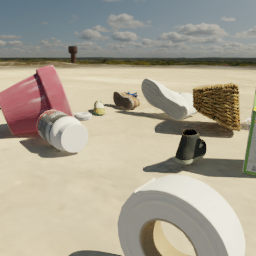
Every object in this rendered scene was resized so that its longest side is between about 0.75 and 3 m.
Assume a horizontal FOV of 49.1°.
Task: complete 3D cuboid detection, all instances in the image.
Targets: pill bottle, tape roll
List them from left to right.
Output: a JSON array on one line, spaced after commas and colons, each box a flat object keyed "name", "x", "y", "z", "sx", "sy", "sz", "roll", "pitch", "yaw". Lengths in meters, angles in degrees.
[{"name": "pill bottle", "x": -2.042, "y": 0.094, "z": 8.723, "sx": 1.070, "sy": 1.070, "sz": 1.846, "roll": -11, "pitch": 20, "yaw": -35}, {"name": "tape roll", "x": 0.587, "y": 1.339, "z": 3.392, "sx": 1.489, "sy": 1.489, "sz": 0.521, "roll": 11, "pitch": 20, "yaw": 36}]

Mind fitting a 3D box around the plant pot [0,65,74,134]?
[{"name": "plant pot", "x": -3.416, "y": -0.866, "z": 10.291, "sx": 2.174, "sy": 2.429, "sz": 2.429, "roll": -20, "pitch": 21, "yaw": -15}]

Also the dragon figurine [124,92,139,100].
[{"name": "dragon figurine", "x": 0.023, "y": -1.953, "z": 17.210, "sx": 1.722, "sy": 0.507, "sz": 0.856, "roll": 10, "pitch": 18, "yaw": 28}]

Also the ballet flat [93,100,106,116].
[{"name": "ballet flat", "x": -1.430, "y": -1.043, "z": 13.789, "sx": 0.605, "sy": 0.605, "sz": 1.712, "roll": -3, "pitch": 16, "yaw": -9}]

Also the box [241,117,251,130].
[{"name": "box", "x": 5.098, "y": -0.176, "z": 11.251, "sx": 0.755, "sy": 0.238, "sz": 1.371, "roll": 11, "pitch": 19, "yaw": 35}]

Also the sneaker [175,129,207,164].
[{"name": "sneaker", "x": 1.764, "y": 0.353, "z": 7.327, "sx": 0.564, "sy": 0.800, "sz": 1.507, "roll": 20, "pitch": 24, "yaw": 27}]

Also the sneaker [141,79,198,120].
[{"name": "sneaker", "x": 2.021, "y": -1.421, "z": 13.309, "sx": 1.658, "sy": 1.057, "sz": 2.870, "roll": -14, "pitch": 48, "yaw": -42}]

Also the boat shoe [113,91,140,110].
[{"name": "boat shoe", "x": -0.115, "y": -1.479, "z": 15.151, "sx": 0.766, "sy": 0.808, "sz": 2.134, "roll": -5, "pitch": 25, "yaw": -31}]

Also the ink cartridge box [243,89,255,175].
[{"name": "ink cartridge box", "x": 3.417, "y": 0.006, "z": 6.937, "sx": 0.642, "sy": 2.166, "sz": 1.124, "roll": 11, "pitch": 19, "yaw": 31}]

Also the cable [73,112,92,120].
[{"name": "cable", "x": -2.006, "y": -0.514, "z": 12.449, "sx": 0.768, "sy": 0.266, "sz": 0.768, "roll": 11, "pitch": 17, "yaw": 32}]

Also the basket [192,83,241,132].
[{"name": "basket", "x": 3.353, "y": -0.785, "z": 10.779, "sx": 1.655, "sy": 1.728, "sz": 2.319, "roll": -5, "pitch": 10, "yaw": 16}]
